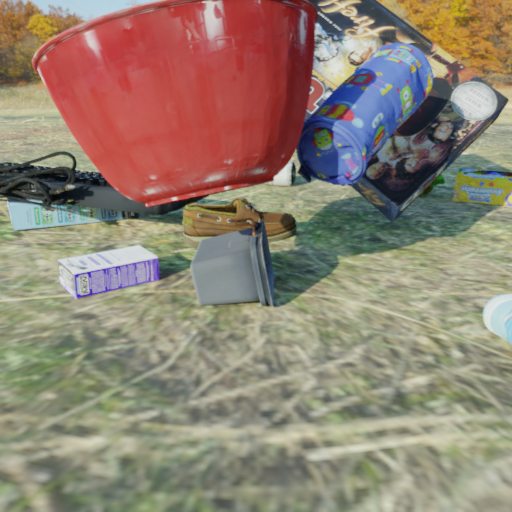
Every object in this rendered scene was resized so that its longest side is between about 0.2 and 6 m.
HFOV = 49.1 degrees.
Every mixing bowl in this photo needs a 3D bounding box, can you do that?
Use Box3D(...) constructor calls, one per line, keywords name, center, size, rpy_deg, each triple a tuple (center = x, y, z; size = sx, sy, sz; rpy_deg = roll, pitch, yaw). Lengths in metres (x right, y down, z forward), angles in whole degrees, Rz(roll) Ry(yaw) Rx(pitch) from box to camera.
Box3D(name="mixing bowl", center=(-0.708, -1.593, 6.602), size=(3.282, 1.778, 3.282), rpy_deg=(-12, 6, 1))

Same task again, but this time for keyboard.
Box3D(name="keyboard", center=(-3.884, -1.745, 11.597), size=(5.467, 1.083, 2.846), rpy_deg=(7, 20, 18))

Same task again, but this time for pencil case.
Box3D(name="pencil case", center=(1.531, -1.929, 7.672), size=(0.990, 1.102, 2.538), rpy_deg=(6, 43, 41))

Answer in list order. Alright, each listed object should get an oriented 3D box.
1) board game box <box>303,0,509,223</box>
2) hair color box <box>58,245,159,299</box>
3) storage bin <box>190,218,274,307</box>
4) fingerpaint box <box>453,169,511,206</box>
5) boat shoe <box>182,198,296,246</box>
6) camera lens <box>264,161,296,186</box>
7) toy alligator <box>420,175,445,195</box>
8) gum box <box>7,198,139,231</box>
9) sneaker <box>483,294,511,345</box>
Box3D(name="board game box", center=(1.938, -3.066, 10.351), size=(4.255, 2.882, 0.736), rpy_deg=(44, -8, 15))
Box3D(name="hair color box", center=(-2.219, 0.221, 8.470), size=(1.323, 0.429, 0.723), rpy_deg=(-11, 22, -34))
Box3D(name="storage bin", center=(-0.339, 0.079, 8.068), size=(1.041, 1.128, 1.550), rpy_deg=(-10, 18, 4))
Box3D(name="fingerpaint box", center=(5.860, -1.713, 13.836), size=(1.763, 0.647, 1.471), rpy_deg=(8, 20, 22))
Box3D(name="boat shoe", center=(-0.263, -0.685, 10.588), size=(2.265, 0.770, 0.815), rpy_deg=(-7, 20, -21))
Box3D(name="camera lens", center=(0.630, -2.280, 15.399), size=(0.880, 0.704, 0.704), rpy_deg=(4, 19, 12))
Box3D(name="toy alligator", center=(3.738, -2.003, 14.703), size=(0.718, 0.784, 2.645), rpy_deg=(-49, 36, -10))
Box3D(name="gum box", center=(-4.127, -1.204, 12.449), size=(2.549, 0.568, 2.165), rpy_deg=(-9, 21, -24))
Box3D(name="sneaker", center=(3.593, 0.824, 6.354), size=(1.682, 0.669, 1.098), rpy_deg=(-8, 16, 5))
